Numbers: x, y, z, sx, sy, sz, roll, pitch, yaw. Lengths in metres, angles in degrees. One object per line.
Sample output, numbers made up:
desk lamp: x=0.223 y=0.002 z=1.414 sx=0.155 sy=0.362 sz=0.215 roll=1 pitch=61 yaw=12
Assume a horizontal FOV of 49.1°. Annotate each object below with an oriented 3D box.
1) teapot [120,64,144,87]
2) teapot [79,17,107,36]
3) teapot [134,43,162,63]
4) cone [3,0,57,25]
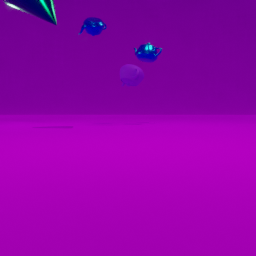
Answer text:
teapot: x=0.091 y=-1.928 z=10.663 sx=0.951 sy=0.749 sz=1.530 roll=22 pitch=-11 yaw=-19
teapot: x=-1.296 y=-3.686 z=10.294 sx=1.240 sy=0.607 sz=0.771 roll=-21 pitch=48 yaw=-34
teapot: x=0.769 y=-3.187 z=11.745 sx=1.515 sy=0.742 sz=0.942 roll=9 pitch=-1 yaw=38
cone: x=-2.174 y=-3.085 z=6.979 sx=1.428 sy=1.434 sz=1.428 roll=-35 pitch=-10 yaw=-7
